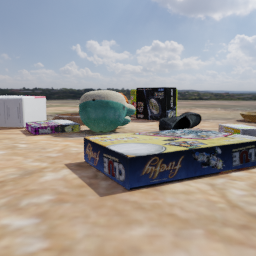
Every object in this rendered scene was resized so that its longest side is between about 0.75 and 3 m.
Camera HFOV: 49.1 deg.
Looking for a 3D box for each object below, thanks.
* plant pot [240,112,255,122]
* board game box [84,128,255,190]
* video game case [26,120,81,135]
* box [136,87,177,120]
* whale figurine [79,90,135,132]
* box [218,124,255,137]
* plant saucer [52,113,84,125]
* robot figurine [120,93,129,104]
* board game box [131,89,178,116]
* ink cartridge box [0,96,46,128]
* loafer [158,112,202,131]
[{"bbox_3d":[6.375,-0.476,12.409,2.680,0.368,2.680,0,8,0],"label":"plant pot"},{"bbox_3d":[0.780,0.398,4.943,2.684,0.464,1.818,-4,8,-27],"label":"board game box"},{"bbox_3d":[-2.483,-0.041,9.171,1.445,0.285,1.594,-4,8,-29],"label":"video game case"},{"bbox_3d":[1.292,-1.155,13.149,1.854,1.518,0.798,8,11,44],"label":"box"},{"bbox_3d":[-0.663,-0.339,9.288,1.888,1.231,2.373,-3,-18,16],"label":"whale figurine"},{"bbox_3d":[2.552,0.193,6.463,0.545,0.491,0.969,0,7,-11],"label":"box"},{"bbox_3d":[-2.109,-0.402,11.779,2.259,0.389,2.259,-1,7,0],"label":"plant saucer"},{"bbox_3d":[-0.819,-1.121,13.933,1.606,1.302,2.233,-28,21,-25],"label":"robot figurine"},{"bbox_3d":[1.343,-1.397,15.269,0.685,1.462,2.879,-6,10,-41],"label":"board game box"},{"bbox_3d":[-4.801,-0.671,10.811,2.658,1.121,1.924,1,7,8],"label":"ink cartridge box"},{"bbox_3d":[1.764,-0.132,8.822,1.833,0.622,0.644,-11,18,-38],"label":"loafer"}]
